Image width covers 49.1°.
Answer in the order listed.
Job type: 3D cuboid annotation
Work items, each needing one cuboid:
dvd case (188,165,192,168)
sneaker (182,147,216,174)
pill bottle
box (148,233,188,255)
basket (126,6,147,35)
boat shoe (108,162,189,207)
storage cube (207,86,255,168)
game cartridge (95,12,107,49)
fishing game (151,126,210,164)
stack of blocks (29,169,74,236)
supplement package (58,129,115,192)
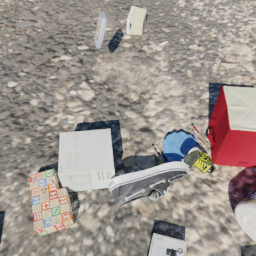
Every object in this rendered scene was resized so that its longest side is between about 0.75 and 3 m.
[{"bbox_3d":[2.083,1.026,10.553,0.772,0.095,1.083,-28,58,-20],"label":"dvd case"},{"bbox_3d":[2.474,1.138,9.450,1.706,0.635,0.722,14,28,-47],"label":"sneaker"},{"bbox_3d":[4.814,2.267,8.691,2.759,1.531,1.531,-30,58,-21],"label":"pill bottle"},{"bbox_3d":[1.017,4.072,7.935,1.063,0.548,1.823,11,53,8],"label":"box"},{"bbox_3d":[0.477,-5.841,15.285,0.871,0.957,1.411,10,53,5],"label":"basket"},{"bbox_3d":[0.854,1.863,9.142,2.940,1.054,0.996,-8,60,-28],"label":"boat shoe"},{"bbox_3d":[4.228,-0.004,10.055,2.405,2.162,2.056,5,53,3],"label":"storage cube"},{"bbox_3d":[-1.124,-3.967,11.431,0.264,1.291,0.859,2,41,-21],"label":"game cartridge"},{"bbox_3d":[1.994,0.795,10.490,1.991,0.310,1.426,-27,62,-14],"label":"fishing game"},{"bbox_3d":[-2.527,2.359,9.206,1.127,0.573,1.957,-15,54,-9],"label":"stack of blocks"},{"bbox_3d":[-1.392,1.120,9.713,1.776,1.306,1.698,-5,52,-4],"label":"supplement package"}]
